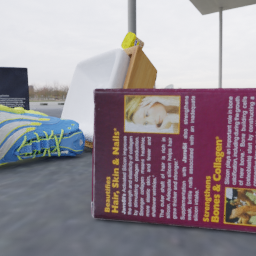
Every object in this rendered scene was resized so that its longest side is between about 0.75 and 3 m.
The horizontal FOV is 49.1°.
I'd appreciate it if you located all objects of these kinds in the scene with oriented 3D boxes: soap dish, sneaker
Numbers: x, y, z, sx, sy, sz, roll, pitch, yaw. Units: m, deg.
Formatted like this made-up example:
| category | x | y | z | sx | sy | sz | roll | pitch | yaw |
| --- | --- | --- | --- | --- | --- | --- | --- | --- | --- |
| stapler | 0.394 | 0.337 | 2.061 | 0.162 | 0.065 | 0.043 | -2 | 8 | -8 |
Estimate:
| category | x | y | z | sx | sy | sz | roll | pitch | yaw |
| --- | --- | --- | --- | --- | --- | --- | --- | --- | --- |
| soap dish | -0.515 | -0.549 | 6.062 | 1.030 | 1.995 | 2.535 | 17 | -4 | -31 |
| sneaker | -1.364 | 0.081 | 4.323 | 1.219 | 0.879 | 2.320 | 1 | 4 | 6 |

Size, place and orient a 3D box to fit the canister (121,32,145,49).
| category | x | y | z | sx | sy | sz | roll | pitch | yaw |
| --- | --- | --- | --- | --- | --- | --- | --- | --- | --- |
| canister | 0.167 | -2.623 | 8.812 | 0.325 | 0.558 | 0.751 | 35 | 13 | 27 |

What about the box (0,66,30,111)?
| category | x | y | z | sx | sy | sz | roll | pitch | yaw |
| --- | --- | --- | --- | --- | --- | --- | --- | --- | --- |
| box | -5.372 | -1.510 | 13.143 | 1.444 | 2.460 | 2.419 | -2 | 5 | -19 |

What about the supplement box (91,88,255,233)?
| category | x | y | z | sx | sy | sz | roll | pitch | yaw |
| --- | --- | --- | --- | --- | --- | --- | --- | --- | --- |
| supplement box | 0.681 | 0.193 | 2.274 | 1.825 | 1.007 | 0.782 | 2 | 5 | 12 |

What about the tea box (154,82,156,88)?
| category | x | y | z | sx | sy | sz | roll | pitch | yaw |
| --- | --- | --- | --- | --- | --- | --- | --- | --- | --- |
| tea box | 0.337 | -1.816 | 15.961 | 1.699 | 2.543 | 2.502 | -2 | 6 | -21 |
